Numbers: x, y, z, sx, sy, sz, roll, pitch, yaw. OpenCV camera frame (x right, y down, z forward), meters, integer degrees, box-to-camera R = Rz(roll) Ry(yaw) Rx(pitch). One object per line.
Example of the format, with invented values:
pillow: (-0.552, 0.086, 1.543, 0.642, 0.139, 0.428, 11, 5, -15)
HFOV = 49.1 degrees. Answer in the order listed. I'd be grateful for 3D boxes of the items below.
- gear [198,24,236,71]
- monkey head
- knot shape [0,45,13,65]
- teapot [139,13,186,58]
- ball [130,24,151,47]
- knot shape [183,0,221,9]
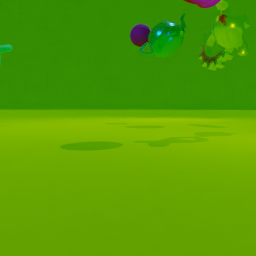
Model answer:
gear: (3.239, -3.007, 10.152, 0.326, 1.760, 1.760, 9, 0, -23)
monkey head: (2.707, -2.596, 7.171, 1.098, 1.526, 0.920, -28, 8, 3)
knot shape: (-4.134, -2.098, 8.313, 0.604, 1.223, 1.307, 40, 14, 3)
teapot: (1.311, -3.192, 9.755, 2.081, 1.019, 1.294, -35, -20, 3)
ball: (0.540, -3.871, 11.710, 0.920, 0.920, 0.920, 0, 4, 0)
knot shape: (1.613, -3.411, 6.132, 1.514, 1.417, 0.700, -20, 16, -34)
